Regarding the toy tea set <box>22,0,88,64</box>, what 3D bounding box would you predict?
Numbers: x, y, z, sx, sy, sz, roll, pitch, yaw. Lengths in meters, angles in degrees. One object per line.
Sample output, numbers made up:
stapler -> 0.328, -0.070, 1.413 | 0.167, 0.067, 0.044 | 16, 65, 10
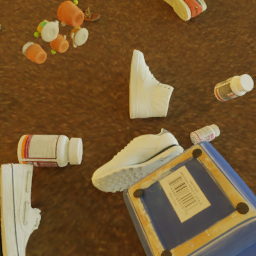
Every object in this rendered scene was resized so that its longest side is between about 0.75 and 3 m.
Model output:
toy tea set -> -2.148, -2.791, 8.092 | 0.805, 1.294, 2.176 | 39, 58, 20

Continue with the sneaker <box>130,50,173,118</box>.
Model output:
sneaker -> 0.766, -1.453, 9.294 | 1.415, 0.902, 2.449 | 0, 71, -2

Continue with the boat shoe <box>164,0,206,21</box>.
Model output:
boat shoe -> 1.964, -5.591, 11.334 | 0.919, 1.046, 2.938 | -30, 70, -6

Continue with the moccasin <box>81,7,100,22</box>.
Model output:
moccasin -> -1.664, -4.530, 11.141 | 1.080, 0.417, 0.395 | 14, 63, 7

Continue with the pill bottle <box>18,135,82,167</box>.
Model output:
pill bottle -> -2.205, 0.657, 8.082 | 1.661, 0.910, 0.910 | 1, 62, 0

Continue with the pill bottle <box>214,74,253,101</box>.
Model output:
pill bottle -> 2.536, -0.966, 6.743 | 0.485, 0.837, 0.485 | 4, 79, -24

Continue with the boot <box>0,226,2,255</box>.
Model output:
boot -> -4.067, 3.146, 6.963 | 1.884, 0.730, 1.303 | -3, 55, -14

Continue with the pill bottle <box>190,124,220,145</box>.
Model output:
pill bottle -> 2.365, 0.207, 8.587 | 0.794, 0.450, 0.450 | -23, 64, -12

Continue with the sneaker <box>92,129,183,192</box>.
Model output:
sneaker -> 0.197, 0.901, 8.026 | 2.723, 1.040, 1.096 | -20, 54, -16

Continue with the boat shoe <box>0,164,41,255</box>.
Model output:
boat shoe -> -2.710, 2.285, 7.154 | 0.940, 1.058, 2.875 | -1, 73, -28

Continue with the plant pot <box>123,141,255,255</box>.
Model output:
plant pot -> 1.481, 1.924, 5.791 | 2.552, 2.295, 2.552 | -33, 42, 5
